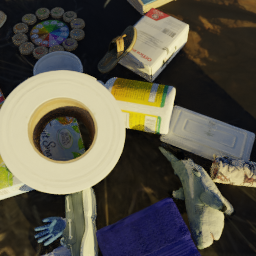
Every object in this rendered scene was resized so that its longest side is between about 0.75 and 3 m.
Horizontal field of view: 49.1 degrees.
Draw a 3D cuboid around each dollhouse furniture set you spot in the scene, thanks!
[{"bbox_3d":[0.782,-6.615,11.099,1.864,2.857,2.697,-29,64,-17],"label":"dollhouse furniture set"}]

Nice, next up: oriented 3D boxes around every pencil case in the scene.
[{"bbox_3d":[3.276,1.210,7.822,1.845,0.718,0.825,7,77,5],"label":"pencil case"}]

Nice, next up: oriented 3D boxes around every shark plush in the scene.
[{"bbox_3d":[1.577,1.572,7.515,1.229,1.340,2.951,-38,68,13],"label":"shark plush"}]

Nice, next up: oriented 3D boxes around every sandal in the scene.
[{"bbox_3d":[-0.384,-2.580,9.076,1.820,0.492,0.731,-47,53,6],"label":"sandal"}]

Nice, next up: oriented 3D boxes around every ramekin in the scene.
[{"bbox_3d":[-2.279,-1.718,9.444,1.590,0.835,1.590,0,60,0],"label":"ramekin"}]

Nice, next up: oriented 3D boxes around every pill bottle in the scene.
[{"bbox_3d":[0.033,-0.724,8.476,2.593,1.462,1.462,10,61,9],"label":"pill bottle"}]

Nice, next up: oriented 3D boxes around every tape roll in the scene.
[{"bbox_3d":[-1.509,0.186,6.657,2.661,1.827,2.661,2,80,-10],"label":"tape roll"}]

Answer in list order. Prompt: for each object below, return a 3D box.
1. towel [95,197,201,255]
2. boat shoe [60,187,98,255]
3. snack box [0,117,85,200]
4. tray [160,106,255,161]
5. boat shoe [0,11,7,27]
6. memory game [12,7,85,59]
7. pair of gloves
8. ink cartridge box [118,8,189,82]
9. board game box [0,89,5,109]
[{"bbox_3d":[0.724,3.402,6.622,2.180,0.731,2.953,-22,61,-8],"label":"towel"},{"bbox_3d":[-1.231,2.656,6.911,0.765,0.901,2.476,-12,52,9],"label":"boat shoe"},{"bbox_3d":[-2.678,0.706,8.070,2.753,0.729,1.958,-15,62,-11],"label":"snack box"},{"bbox_3d":[2.488,0.221,8.643,2.696,0.299,1.448,21,61,12],"label":"tray"},{"bbox_3d":[-5.471,-4.150,10.997,0.597,0.560,1.618,27,64,14],"label":"boat shoe"},{"bbox_3d":[-3.120,-3.807,11.020,2.885,0.184,2.885,0,60,0],"label":"memory game"},{"bbox_3d":[-1.745,2.913,7.173,1.135,0.161,1.412,-18,61,-10],"label":"pair of gloves"},{"bbox_3d":[0.841,-2.967,9.966,1.634,0.923,2.227,35,73,19],"label":"ink cartridge box"},{"bbox_3d":[-5.058,-1.395,9.579,1.120,0.351,2.344,-28,61,-16],"label":"board game box"}]
